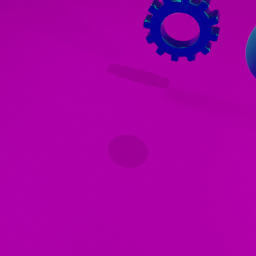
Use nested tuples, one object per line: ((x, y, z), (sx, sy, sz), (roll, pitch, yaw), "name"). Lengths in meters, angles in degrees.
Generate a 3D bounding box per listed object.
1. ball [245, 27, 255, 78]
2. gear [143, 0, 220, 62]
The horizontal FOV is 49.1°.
((1.844, -0.898, 3.202), (0.923, 0.923, 0.923), (0, 58, 0), "ball")
((1.223, -2.317, 6.468), (1.705, 1.705, 0.315), (15, 54, 9), "gear")
